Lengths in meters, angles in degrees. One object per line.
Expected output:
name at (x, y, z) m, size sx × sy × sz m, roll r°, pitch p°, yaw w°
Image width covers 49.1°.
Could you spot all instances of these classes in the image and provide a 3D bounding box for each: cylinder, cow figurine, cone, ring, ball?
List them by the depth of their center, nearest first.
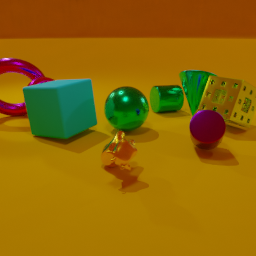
cow figurine at (-0.224, 0.536, 5.603) m, size 0.591 × 1.077 × 1.060 m, roll 40°, pitch 38°, yaw -10°
cylinder at (1.832, 0.059, 6.504) m, size 0.780 × 0.780 × 0.780 m, roll 6°, pitch -14°, yaw 15°
ball at (-0.044, -0.535, 7.861) m, size 1.269 × 1.269 × 1.269 m, roll 0°, pitch 20°, yaw 0°
ring at (-2.433, -0.826, 8.503) m, size 0.298 × 1.492 × 1.492 m, roll -14°, pitch 7°, yaw 41°
ring at (-3.574, -1.227, 8.798) m, size 2.094 × 2.094 × 0.419 m, roll -6°, pitch 44°, yaw -15°
cone at (2.245, -1.057, 9.291) m, size 1.342 × 1.347 × 1.342 m, roll 10°, pitch -5°, yaw 1°
cylinder at (1.336, -1.029, 9.757) m, size 0.919 × 0.919 × 0.919 m, roll -5°, pitch 20°, yaw -18°

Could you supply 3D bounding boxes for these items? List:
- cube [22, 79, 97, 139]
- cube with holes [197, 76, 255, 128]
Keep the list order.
cube at (-1.811, -0.571, 7.639) m, size 1.323 × 1.323 × 1.323 m, roll 4°, pitch 19°, yaw 32°
cube with holes at (2.936, -0.761, 8.110) m, size 1.107 × 1.107 × 1.107 m, roll 15°, pitch 5°, yaw -39°
